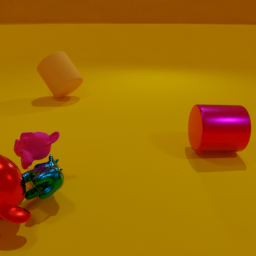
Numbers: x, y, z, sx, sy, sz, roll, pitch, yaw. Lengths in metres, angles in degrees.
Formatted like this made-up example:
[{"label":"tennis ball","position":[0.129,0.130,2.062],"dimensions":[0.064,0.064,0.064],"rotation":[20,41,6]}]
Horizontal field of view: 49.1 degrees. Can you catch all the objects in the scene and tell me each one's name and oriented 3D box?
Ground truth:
[{"label":"cylinder","position":[2.044,0.004,6.402],"dimensions":[1.077,1.077,1.077],"rotation":[1,22,-5]},{"label":"monkey head","position":[-2.154,0.940,4.186],"dimensions":[1.552,0.935,1.117],"rotation":[52,39,11]},{"label":"monkey head","position":[-1.813,0.461,5.466],"dimensions":[0.662,1.099,0.791],"rotation":[21,38,-46]},{"label":"cylinder","position":[-2.534,-1.982,10.486],"dimensions":[1.261,1.261,1.261],"rotation":[-35,-3,-2]},{"label":"cow figurine","position":[-1.418,0.853,4.990],"dimensions":[1.038,0.570,1.021],"rotation":[-11,13,39]}]
